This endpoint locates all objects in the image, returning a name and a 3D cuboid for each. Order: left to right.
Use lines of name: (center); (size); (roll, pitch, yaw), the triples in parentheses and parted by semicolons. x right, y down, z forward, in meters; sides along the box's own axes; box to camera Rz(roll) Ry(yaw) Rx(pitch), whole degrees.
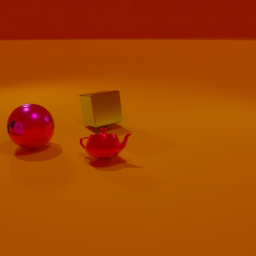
ball: (-2.430, -0.039, 7.045); (1.150, 1.150, 1.150); (0, 19, 0)
cube: (-0.824, -0.608, 8.544); (0.945, 0.945, 0.945); (-14, 13, -29)
teapot: (-0.520, 0.335, 6.435); (1.353, 0.662, 0.841); (-2, -3, 22)
